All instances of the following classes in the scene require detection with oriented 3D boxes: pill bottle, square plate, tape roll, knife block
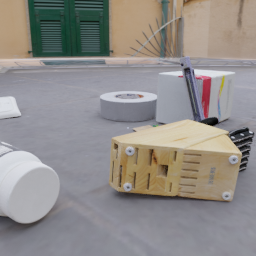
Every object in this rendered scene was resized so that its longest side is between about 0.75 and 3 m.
[{"bbox_3d":[-1.938,0.758,4.352,1.741,0.985,0.985,14,22,36],"label":"pill bottle"},{"bbox_3d":[-4.680,-0.732,9.876,1.484,0.213,1.499,-11,35,-26],"label":"square plate"},{"bbox_3d":[0.037,-0.808,9.949,2.060,0.680,2.060,0,18,0],"label":"tape roll"},{"bbox_3d":[1.124,0.375,5.552,2.790,0.893,2.449,5,18,1],"label":"knife block"}]

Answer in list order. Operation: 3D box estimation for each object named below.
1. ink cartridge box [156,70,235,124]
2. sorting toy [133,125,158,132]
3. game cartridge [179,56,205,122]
[{"bbox_3d":[2.201,-1.000,9.003,1.592,1.585,2.192,16,23,41],"label":"ink cartridge box"},{"bbox_3d":[0.610,0.039,8.150,0.809,0.119,0.598,-11,15,-21],"label":"sorting toy"},{"bbox_3d":[1.665,-0.732,7.028,0.364,1.895,1.229,-13,-3,19],"label":"game cartridge"}]
